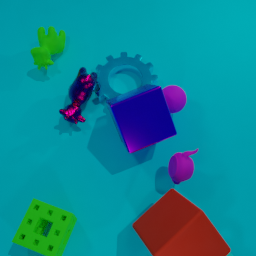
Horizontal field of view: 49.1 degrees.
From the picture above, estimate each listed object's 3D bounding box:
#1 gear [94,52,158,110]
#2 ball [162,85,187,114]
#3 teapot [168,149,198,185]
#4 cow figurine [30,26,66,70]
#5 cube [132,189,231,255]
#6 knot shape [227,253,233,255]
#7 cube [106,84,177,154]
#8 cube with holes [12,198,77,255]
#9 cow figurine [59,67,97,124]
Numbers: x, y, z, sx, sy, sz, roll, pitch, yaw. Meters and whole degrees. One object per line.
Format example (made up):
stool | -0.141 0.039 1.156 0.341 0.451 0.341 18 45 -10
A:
gear | -0.087 -1.460 8.899 2.019 0.373 2.019 0 69 0
ball | 1.277 -0.826 8.086 0.815 0.815 0.815 0 69 0
teapot | 1.444 1.007 7.316 0.613 1.252 0.779 9 31 -14
cow figurine | -2.511 -2.523 8.962 0.755 1.376 1.354 4 99 21
cube | 1.173 2.499 6.408 1.356 1.356 1.356 -40 109 -9
knot shape | 2.315 3.460 6.378 0.564 1.143 1.221 -22 111 -17
cube | 0.316 -0.303 7.565 1.353 1.353 1.353 -22 103 -4
cube with holes | -1.963 2.468 6.831 1.026 1.026 1.026 19 66 5
cow figurine | -1.433 -0.905 8.215 0.812 1.480 1.456 23 35 -19
